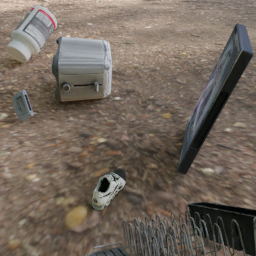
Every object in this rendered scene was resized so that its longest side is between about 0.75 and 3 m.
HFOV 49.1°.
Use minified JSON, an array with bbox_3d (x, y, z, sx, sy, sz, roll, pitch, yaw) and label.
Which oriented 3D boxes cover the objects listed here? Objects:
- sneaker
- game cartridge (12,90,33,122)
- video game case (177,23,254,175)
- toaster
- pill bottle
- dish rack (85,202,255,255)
[{"bbox_3d":[-0.355,1.142,5.868,0.427,0.510,1.153,14,35,19],"label":"sneaker"},{"bbox_3d":[-3.110,-0.640,8.229,0.555,0.833,0.173,-24,-8,32],"label":"game cartridge"},{"bbox_3d":[1.861,-0.649,6.266,0.279,2.945,2.104,21,36,5],"label":"video game case"},{"bbox_3d":[-1.543,-2.116,9.667,1.855,1.632,2.871,0,39,-8],"label":"toaster"},{"bbox_3d":[-4.263,-4.094,12.344,1.316,1.316,2.378,16,65,23],"label":"pill bottle"},{"bbox_3d":[0.558,1.537,3.840,2.265,0.618,1.737,-5,-9,-17],"label":"dish rack"}]
